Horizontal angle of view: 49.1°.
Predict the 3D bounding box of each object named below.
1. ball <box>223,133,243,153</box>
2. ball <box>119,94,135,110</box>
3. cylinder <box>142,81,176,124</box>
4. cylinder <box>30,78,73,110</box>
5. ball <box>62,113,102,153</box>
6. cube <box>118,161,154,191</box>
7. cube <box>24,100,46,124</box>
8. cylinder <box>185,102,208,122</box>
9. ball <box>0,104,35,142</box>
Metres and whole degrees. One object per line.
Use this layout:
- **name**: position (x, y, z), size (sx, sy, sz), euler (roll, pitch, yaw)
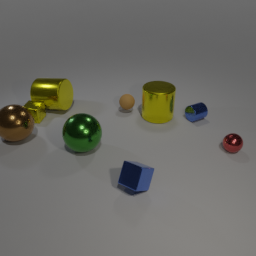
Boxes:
- **ball**: position (3.753, 0.534, 10.027), size (0.700, 0.700, 0.700), euler (0, 32, 0)
- **ball**: position (-0.043, -1.167, 12.453), size (0.700, 0.700, 0.700), euler (0, 32, 0)
- **cylinder**: position (1.295, -1.123, 12.011), size (1.400, 1.400, 1.400), euler (0, 32, 0)
- **cylinder**: position (-3.378, -1.524, 12.539), size (1.400, 1.400, 1.400), euler (4, 32, 16)
- **ball**: position (-1.621, 0.170, 9.933), size (1.400, 1.400, 1.400), euler (0, 32, 0)
- **cube**: position (0.245, 1.412, 8.299), size (0.700, 0.700, 0.700), euler (16, 1, 36)
- **cube**: position (-4.006, -0.690, 11.952), size (0.700, 0.700, 0.700), euler (6, 36, 9)
- **cylinder**: position (2.915, -0.687, 11.975), size (0.700, 0.700, 0.700), euler (-17, 36, -26)
- **ball**: position (-4.226, -0.185, 10.457), size (1.400, 1.400, 1.400), euler (0, 32, 0)
